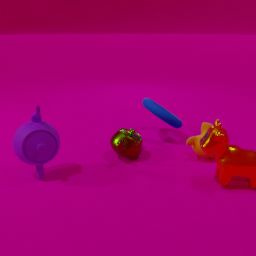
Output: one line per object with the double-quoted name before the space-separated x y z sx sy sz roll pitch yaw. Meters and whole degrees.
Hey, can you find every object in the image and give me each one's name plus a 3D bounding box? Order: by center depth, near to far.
"cow figurine" 1.938 0.470 5.190 1.217 1.198 0.668 4 18 6
"teapot" -1.739 0.269 5.426 0.911 1.465 0.717 -5 11 -27
"monkey head" 1.781 0.272 6.301 1.037 0.746 0.625 11 6 -6
"teapot" -0.012 0.299 6.315 0.770 0.606 1.238 29 18 11
"ring" 0.901 -0.390 7.351 1.233 0.247 1.233 33 10 -6
